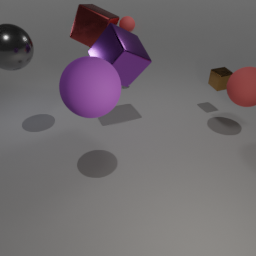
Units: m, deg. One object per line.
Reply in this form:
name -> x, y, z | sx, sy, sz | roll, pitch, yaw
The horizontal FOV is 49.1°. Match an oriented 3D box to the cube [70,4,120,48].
cube -> -1.393, -4.281, 11.872 | 1.400, 1.400, 1.400 | 27, 28, 4

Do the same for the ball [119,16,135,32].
ball -> -0.037, -4.518, 12.244 | 0.700, 0.700, 0.700 | 0, 31, 0

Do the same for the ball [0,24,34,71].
ball -> -3.645, -2.480, 8.647 | 1.400, 1.400, 1.400 | 0, 31, 0

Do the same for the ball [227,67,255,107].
ball -> 4.197, -1.436, 9.823 | 1.400, 1.400, 1.400 | 0, 31, 0

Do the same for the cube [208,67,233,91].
cube -> 3.897, -2.059, 11.744 | 0.700, 0.700, 0.700 | -13, 41, -15

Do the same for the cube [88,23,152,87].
cube -> -0.303, -2.520, 9.884 | 1.400, 1.400, 1.400 | 8, 49, -46

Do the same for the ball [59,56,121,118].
ball -> -0.855, -0.924, 6.401 | 1.400, 1.400, 1.400 | 0, 31, 0
